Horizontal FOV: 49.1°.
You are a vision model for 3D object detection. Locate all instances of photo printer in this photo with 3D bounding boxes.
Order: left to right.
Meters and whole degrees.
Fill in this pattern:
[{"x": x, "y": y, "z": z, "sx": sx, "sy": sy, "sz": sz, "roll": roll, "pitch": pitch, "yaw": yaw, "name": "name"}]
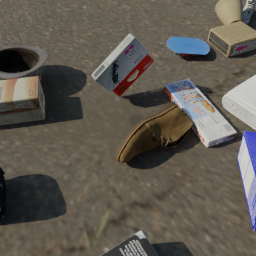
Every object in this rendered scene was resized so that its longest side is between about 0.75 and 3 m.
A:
[{"x": 4.368, "y": -0.902, "z": 8.899, "sx": 2.126, "sy": 0.738, "sz": 1.769, "roll": -29, "pitch": 54, "yaw": -23, "name": "photo printer"}]

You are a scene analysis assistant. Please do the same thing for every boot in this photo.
[{"x": 0.803, "y": 0.241, "z": 7.810, "sx": 2.710, "sy": 0.998, "sz": 1.023, "roll": -35, "pitch": 68, "yaw": -30, "name": "boot"}, {"x": 5.536, "y": -5.537, "z": 13.022, "sx": 0.639, "sy": 0.830, "sz": 1.737, "roll": 21, "pitch": 51, "yaw": 18, "name": "boot"}]

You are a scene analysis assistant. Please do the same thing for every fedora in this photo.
[{"x": -3.780, "y": -2.008, "z": 9.751, "sx": 2.137, "sy": 0.965, "sz": 1.890, "roll": 6, "pitch": 48, "yaw": 7, "name": "fedora"}]

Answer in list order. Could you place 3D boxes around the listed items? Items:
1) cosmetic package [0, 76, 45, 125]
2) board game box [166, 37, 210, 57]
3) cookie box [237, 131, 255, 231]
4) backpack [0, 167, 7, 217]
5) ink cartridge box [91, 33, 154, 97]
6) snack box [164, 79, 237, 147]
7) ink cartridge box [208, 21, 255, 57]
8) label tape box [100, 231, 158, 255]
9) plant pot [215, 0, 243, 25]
[{"x": -3.796, "y": -0.801, "z": 8.651, "sx": 2.243, "sy": 0.979, "sz": 1.160, "roll": -10, "pitch": 49, "yaw": -9, "name": "cosmetic package"}, {"x": 2.375, "y": -3.186, "z": 11.265, "sx": 1.729, "sy": 0.337, "sz": 1.366, "roll": 3, "pitch": 43, "yaw": -4, "name": "board game box"}, {"x": 3.849, "y": 1.242, "z": 6.367, "sx": 2.217, "sy": 0.974, "sz": 2.592, "roll": 9, "pitch": 31, "yaw": 9, "name": "cookie box"}, {"x": -3.364, "y": 1.396, "z": 6.561, "sx": 0.995, "sy": 1.173, "sz": 1.321, "roll": -6, "pitch": 44, "yaw": -12, "name": "backpack"}, {"x": -0.052, "y": -1.812, "z": 8.744, "sx": 1.722, "sy": 1.494, "sz": 0.375, "roll": -45, "pitch": 48, "yaw": 10, "name": "ink cartridge box"}, {"x": 2.190, "y": -0.582, "z": 8.888, "sx": 0.977, "sy": 0.330, "sz": 2.717, "roll": -17, "pitch": 50, "yaw": -15, "name": "snack box"}, {"x": 4.355, "y": -3.659, "z": 11.468, "sx": 1.647, "sy": 0.619, "sz": 1.357, "roll": -18, "pitch": 52, "yaw": -17, "name": "ink cartridge box"}, {"x": -0.319, "y": 3.386, "z": 4.989, "sx": 2.568, "sy": 0.813, "sz": 1.852, "roll": -25, "pitch": 53, "yaw": -21, "name": "label tape box"}, {"x": 4.607, "y": -5.022, "z": 12.472, "sx": 1.188, "sy": 1.188, "sz": 1.269, "roll": -3, "pitch": 63, "yaw": -2, "name": "plant pot"}]
